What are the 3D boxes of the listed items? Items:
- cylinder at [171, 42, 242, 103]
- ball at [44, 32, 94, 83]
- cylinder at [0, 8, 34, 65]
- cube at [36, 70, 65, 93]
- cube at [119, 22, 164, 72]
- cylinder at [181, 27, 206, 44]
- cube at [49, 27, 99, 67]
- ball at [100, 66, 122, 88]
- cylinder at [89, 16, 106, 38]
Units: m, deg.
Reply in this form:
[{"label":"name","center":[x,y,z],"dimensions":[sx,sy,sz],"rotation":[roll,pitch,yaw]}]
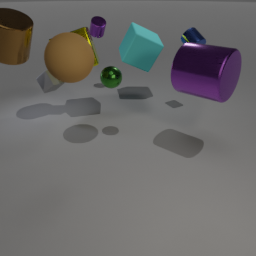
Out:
[{"label":"cylinder","center":[2.106,-1.518,7.569],"dimensions":[1.400,1.400,1.400],"rotation":[21,35,35]},{"label":"ball","center":[-1.662,-1.989,7.974],"dimensions":[1.400,1.400,1.400],"rotation":[0,28,0]},{"label":"cylinder","center":[-4.059,-3.140,9.651],"dimensions":[1.400,1.400,1.400],"rotation":[15,42,-14]},{"label":"cube","center":[-3.199,-1.953,11.578],"dimensions":[0.700,0.700,0.700],"rotation":[-29,2,34]},{"label":"cube","center":[0.553,-3.640,12.665],"dimensions":[1.400,1.400,1.400],"rotation":[18,35,-23]},{"label":"cylinder","center":[2.488,-3.325,10.654],"dimensions":[0.700,0.700,0.700],"rotation":[-18,63,-30]},{"label":"cube","center":[-1.995,-2.956,10.725],"dimensions":[1.400,1.400,1.400],"rotation":[-18,21,3]},{"label":"ball","center":[-0.532,-1.605,8.866],"dimensions":[0.700,0.700,0.700],"rotation":[0,28,0]},{"label":"cylinder","center":[-1.403,-4.667,12.968],"dimensions":[0.700,0.700,0.700],"rotation":[7,60,-12]}]
